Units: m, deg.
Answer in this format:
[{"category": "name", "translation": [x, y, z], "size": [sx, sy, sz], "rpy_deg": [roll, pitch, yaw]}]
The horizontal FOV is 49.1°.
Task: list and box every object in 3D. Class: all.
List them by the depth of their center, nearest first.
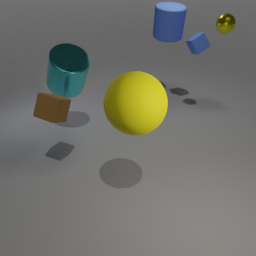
[{"category": "ball", "translation": [0.164, -0.534, 6.156], "size": [1.400, 1.400, 1.400], "rpy_deg": [0, 29, 0]}, {"category": "cube", "translation": [-2.179, -0.586, 8.081], "size": [0.700, 0.700, 0.700], "rpy_deg": [18, 10, 17]}, {"category": "cylinder", "translation": [-2.160, -2.023, 10.006], "size": [1.400, 1.400, 1.400], "rpy_deg": [9, 57, -14]}, {"category": "ball", "translation": [3.609, -3.856, 10.352], "size": [0.700, 0.700, 0.700], "rpy_deg": [0, 29, 0]}, {"category": "cube", "translation": [3.153, -3.807, 12.620], "size": [0.700, 0.700, 0.700], "rpy_deg": [-33, 19, 1]}, {"category": "cylinder", "translation": [1.883, -4.856, 12.826], "size": [1.400, 1.400, 1.400], "rpy_deg": [2, 40, -1]}]
